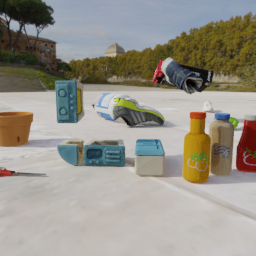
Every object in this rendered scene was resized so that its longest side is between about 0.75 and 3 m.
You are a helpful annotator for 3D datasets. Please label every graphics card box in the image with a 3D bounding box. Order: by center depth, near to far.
[{"bbox_3d":[2.463,-2.335,12.862,2.463,0.626,1.545,13,-10,-1],"label":"graphics card box"}]

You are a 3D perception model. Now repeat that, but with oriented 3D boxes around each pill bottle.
[{"bbox_3d":[-0.501,-0.963,13.181,1.333,1.333,2.375,-6,13,-32],"label":"pill bottle"}]

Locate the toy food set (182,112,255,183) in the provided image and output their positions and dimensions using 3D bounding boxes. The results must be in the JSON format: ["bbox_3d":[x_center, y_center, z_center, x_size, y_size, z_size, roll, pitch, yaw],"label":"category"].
[{"bbox_3d":[2.594,0.353,5.349,2.939,1.323,1.403,3,10,17],"label":"toy food set"}]

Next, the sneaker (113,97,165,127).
[{"bbox_3d":[0.403,-0.479,11.816,2.430,0.984,0.898,17,-3,-16],"label":"sneaker"}]

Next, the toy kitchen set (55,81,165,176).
[{"bbox_3d":[-0.408,-0.080,6.173,2.375,1.903,1.399,0,9,2],"label":"toy kitchen set"}]

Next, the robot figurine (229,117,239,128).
[{"bbox_3d":[3.939,-0.180,11.015,0.850,0.492,0.746,-3,23,-23],"label":"robot figurine"}]

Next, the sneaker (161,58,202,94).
[{"bbox_3d":[2.069,-1.713,10.226,1.407,0.740,1.947,41,11,23],"label":"sneaker"}]

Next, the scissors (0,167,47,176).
[{"bbox_3d":[-2.333,0.944,5.671,1.344,0.094,0.492,5,8,20],"label":"scissors"}]

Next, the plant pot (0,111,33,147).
[{"bbox_3d":[-3.561,0.018,8.521,1.335,0.934,1.335,1,10,0],"label":"plant pot"}]

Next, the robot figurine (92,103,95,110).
[{"bbox_3d":[-1.943,-1.365,17.980,0.531,0.640,0.851,-38,24,-18],"label":"robot figurine"}]

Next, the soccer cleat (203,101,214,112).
[{"bbox_3d":[4.967,-1.347,17.420,0.589,0.659,1.700,2,10,10],"label":"soccer cleat"}]
